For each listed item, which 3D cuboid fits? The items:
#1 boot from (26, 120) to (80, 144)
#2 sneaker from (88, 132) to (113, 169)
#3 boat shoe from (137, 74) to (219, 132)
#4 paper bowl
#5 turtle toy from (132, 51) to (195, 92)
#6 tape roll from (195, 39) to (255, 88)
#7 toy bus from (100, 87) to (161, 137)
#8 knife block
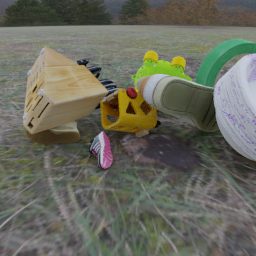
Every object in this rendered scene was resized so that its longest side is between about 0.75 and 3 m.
[{"bbox_3d":[-1.766,-0.021,6.648,1.180,0.430,0.918,2,28,-15],"label":"boot"},{"bbox_3d":[-0.588,0.500,5.727,0.415,0.350,0.949,-29,40,14],"label":"sneaker"},{"bbox_3d":[1.356,-0.641,6.455,2.758,1.031,0.943,19,9,-44],"label":"boat shoe"},{"bbox_3d":[2.700,-0.245,5.550,2.263,1.177,2.263,15,54,-21],"label":"paper bowl"},{"bbox_3d":[1.197,-1.248,8.448,2.235,1.130,1.629,13,68,6],"label":"turtle toy"},{"bbox_3d":[2.851,-1.279,7.537,2.094,2.094,0.503,-7,30,-16],"label":"tape roll"},{"bbox_3d":[0.258,-0.293,6.689,1.841,0.951,1.737,-7,-15,8],"label":"toy bus"},{"bbox_3d":[-1.125,-0.752,6.877,2.520,0.919,2.871,24,31,-32],"label":"knife block"}]
